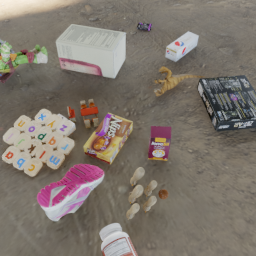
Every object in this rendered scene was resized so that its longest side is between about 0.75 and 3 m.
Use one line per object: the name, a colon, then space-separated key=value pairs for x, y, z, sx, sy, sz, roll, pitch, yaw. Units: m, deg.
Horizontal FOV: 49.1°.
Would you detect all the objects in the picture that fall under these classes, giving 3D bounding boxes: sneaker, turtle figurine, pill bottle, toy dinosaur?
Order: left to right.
turtle figurine: x=-5.456 y=-3.790 z=13.087 sx=2.889 sy=2.144 sz=2.979 roll=-15 pitch=87 yaw=-34
sneaker: x=-1.771 y=2.032 z=8.985 sx=0.989 sy=1.072 sz=2.431 roll=32 pitch=42 yaw=31
pill bottle: x=-0.227 y=3.495 z=7.775 sx=0.861 sy=0.861 sz=1.535 roll=-19 pitch=50 yaw=-16
toy dinosaur: x=2.095 y=-2.249 z=13.076 sx=2.613 sy=0.789 sz=1.388 roll=-29 pitch=79 yaw=-17

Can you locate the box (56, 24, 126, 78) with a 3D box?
box: x=-1.726 y=-3.771 z=13.669 sx=2.885 sy=1.572 sz=1.845 roll=13 pitch=48 yaw=11

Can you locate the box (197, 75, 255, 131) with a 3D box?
box: x=4.434 y=-1.143 z=12.020 sx=2.193 sy=0.596 sz=2.737 roll=-6 pitch=49 yaw=-5

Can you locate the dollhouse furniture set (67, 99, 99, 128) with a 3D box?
dollhouse furniture set: x=-1.840 y=-0.646 z=11.563 sx=1.218 sy=0.634 sz=1.231 roll=-11 pitch=50 yaw=-9

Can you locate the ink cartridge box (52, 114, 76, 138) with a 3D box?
ink cartridge box: x=-2.646 y=-0.073 z=11.219 sx=0.905 sy=0.380 sz=0.658 roll=31 pitch=57 yaw=24

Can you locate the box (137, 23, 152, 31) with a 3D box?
box: x=0.972 y=-6.022 z=16.629 sx=0.839 sy=0.151 sz=0.600 roll=11 pitch=49 yaw=7

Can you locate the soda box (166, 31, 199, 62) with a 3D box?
soda box: x=2.861 y=-4.317 z=14.790 sx=0.695 sy=0.650 sz=2.042 roll=33 pitch=57 yaw=26

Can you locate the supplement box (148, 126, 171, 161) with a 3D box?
supplement box: x=1.125 y=0.556 z=10.047 sx=0.726 sy=1.316 sz=0.563 roll=4 pitch=49 yaw=3

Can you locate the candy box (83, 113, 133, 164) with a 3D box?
candy box: x=-0.712 y=0.361 z=10.740 sx=1.125 sy=0.545 sz=1.929 roll=21 pitch=53 yaw=17

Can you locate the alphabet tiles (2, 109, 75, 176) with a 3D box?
alphabet tiles: x=-3.371 y=0.493 z=10.583 sx=2.566 sy=0.187 sz=2.510 roll=25 pitch=64 yaw=14

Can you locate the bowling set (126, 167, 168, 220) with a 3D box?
bowling set: x=0.603 y=2.244 z=9.022 sx=1.192 sy=0.920 sz=1.713 roll=21 pitch=48 yaw=-7
